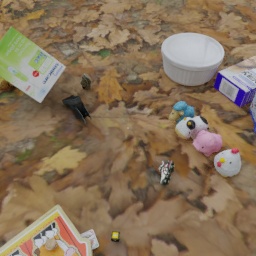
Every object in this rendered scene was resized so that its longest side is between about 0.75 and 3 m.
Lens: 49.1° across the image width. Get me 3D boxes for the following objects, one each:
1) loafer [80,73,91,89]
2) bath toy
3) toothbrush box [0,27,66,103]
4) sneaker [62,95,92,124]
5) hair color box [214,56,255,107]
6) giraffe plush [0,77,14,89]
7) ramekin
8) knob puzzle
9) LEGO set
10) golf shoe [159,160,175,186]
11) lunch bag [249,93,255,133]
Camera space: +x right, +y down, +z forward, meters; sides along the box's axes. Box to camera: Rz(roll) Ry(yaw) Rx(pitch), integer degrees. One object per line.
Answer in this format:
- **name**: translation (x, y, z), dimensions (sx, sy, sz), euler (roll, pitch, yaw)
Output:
- **loafer**: translation (-1.718, -1.827, 11.304), dimensions (0.357, 1.025, 0.385), euler (-39, 76, -14)
- **bath toy**: translation (2.564, 0.331, 9.294), dimensions (1.274, 1.083, 2.929), euler (-24, 53, -19)
- **toothbrush box**: translation (-3.749, -2.255, 10.357), dimensions (2.296, 0.988, 1.672), euler (37, 84, -19)
- **sneaker**: translation (-1.923, -0.710, 10.495), dimensions (0.542, 0.942, 1.806), euler (-30, 18, -21)
- **hair color box**: translation (5.153, -2.060, 11.537), dimensions (2.780, 0.901, 1.520), euler (-24, 52, -22)
- **giraffe plush**: translation (-5.272, -2.572, 11.484), dimensions (1.408, 1.323, 1.632), euler (-17, 50, -15)
- **ramekin**: translation (2.697, -2.906, 12.054), dimensions (2.601, 1.211, 2.601), euler (0, 48, 0)
- **knob puzzle**: translation (-2.038, 3.539, 6.577), dimensions (3.049, 0.423, 3.049), euler (-5, 53, 7)
- **LEGO set**: translation (-1.164, 3.487, 6.837), dimensions (2.515, 0.617, 1.879), euler (-19, 54, -15)
- **golf shoe**: translation (1.164, 1.431, 8.860), dimensions (0.421, 0.369, 0.955), euler (3, 42, 28)
- **lunch bag**: translation (5.077, -0.583, 9.605), dimensions (1.311, 1.800, 2.117), euler (-2, 49, 5)
